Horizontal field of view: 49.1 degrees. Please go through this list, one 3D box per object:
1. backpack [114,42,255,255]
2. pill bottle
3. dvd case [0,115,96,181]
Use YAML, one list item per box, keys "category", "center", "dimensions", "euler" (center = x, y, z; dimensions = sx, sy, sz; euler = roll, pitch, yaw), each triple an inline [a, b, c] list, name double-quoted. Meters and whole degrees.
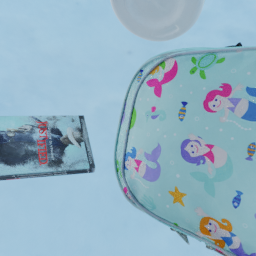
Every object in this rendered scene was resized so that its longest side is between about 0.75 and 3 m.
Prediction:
- category: "backpack"
  center: [1.162, 0.187, 3.796]
  dimensions: [2.985, 2.247, 2.650]
  euler: [14, 94, 41]
- category: "pill bottle"
  center: [0.815, -3.105, 5.344]
  dimensions: [1.586, 1.586, 2.857]
  euler: [17, 53, 6]
- category: "dvd case"
  center: [-1.288, 0.238, 4.091]
  dimensions: [1.468, 0.162, 1.072]
  euler: [0, 49, -22]
